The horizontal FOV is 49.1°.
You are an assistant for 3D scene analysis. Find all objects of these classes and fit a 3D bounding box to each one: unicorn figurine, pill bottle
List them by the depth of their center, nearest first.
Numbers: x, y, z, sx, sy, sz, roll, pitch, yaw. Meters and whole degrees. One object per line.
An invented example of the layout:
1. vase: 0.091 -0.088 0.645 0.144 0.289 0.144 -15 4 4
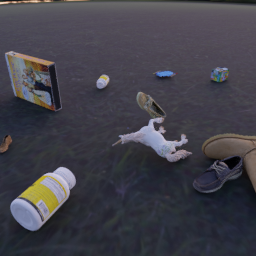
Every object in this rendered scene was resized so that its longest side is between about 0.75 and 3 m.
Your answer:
1. pill bottle: -2.127 1.768 7.331 0.920 0.920 1.652 15 33 23
2. unicorn figurine: 0.881 0.374 9.650 2.431 0.898 1.670 26 41 36
3. pill bottle: -1.332 -2.406 14.675 0.510 0.510 0.916 6 31 9

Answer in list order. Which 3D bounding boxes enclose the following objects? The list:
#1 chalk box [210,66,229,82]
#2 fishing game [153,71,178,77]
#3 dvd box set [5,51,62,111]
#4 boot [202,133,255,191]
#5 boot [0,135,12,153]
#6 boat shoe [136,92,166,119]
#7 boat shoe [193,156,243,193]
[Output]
1. chalk box: 5.000 -2.935 15.471 0.991 0.614 0.618 -23 39 -31
2. fishing game: 2.124 -3.078 16.122 1.338 0.208 0.958 15 33 37
3. dvd box set: -4.287 -2.139 12.640 2.950 2.158 0.434 21 37 30
4. boot: 3.616 1.227 8.306 2.308 0.871 2.635 -5 35 4
5. boot: -4.395 0.553 9.935 0.315 0.323 0.856 2 32 0
6. boat shoe: 0.906 -0.854 10.814 0.498 1.584 0.578 -1 56 40
7. boat shoe: 2.687 1.280 8.347 1.891 0.693 0.704 -20 36 -30
